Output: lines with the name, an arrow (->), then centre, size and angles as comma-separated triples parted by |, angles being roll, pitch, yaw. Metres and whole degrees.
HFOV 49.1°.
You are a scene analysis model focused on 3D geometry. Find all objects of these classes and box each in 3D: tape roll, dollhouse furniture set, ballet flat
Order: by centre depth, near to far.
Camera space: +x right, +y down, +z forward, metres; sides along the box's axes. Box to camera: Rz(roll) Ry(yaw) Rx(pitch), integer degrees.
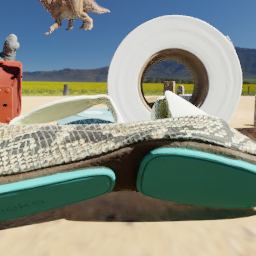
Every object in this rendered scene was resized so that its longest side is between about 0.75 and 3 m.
ballet flat -> -0.041, 0.149, 2.352 | 2.809, 1.057, 0.953 | -1, -36, -8
tape roll -> 0.816, -0.816, 5.414 | 2.276, 2.276, 1.563 | 1, 7, 4
dollhouse furniture set -> 1.896, -1.549, 13.599 | 1.693, 1.450, 1.780 | 8, 11, 44

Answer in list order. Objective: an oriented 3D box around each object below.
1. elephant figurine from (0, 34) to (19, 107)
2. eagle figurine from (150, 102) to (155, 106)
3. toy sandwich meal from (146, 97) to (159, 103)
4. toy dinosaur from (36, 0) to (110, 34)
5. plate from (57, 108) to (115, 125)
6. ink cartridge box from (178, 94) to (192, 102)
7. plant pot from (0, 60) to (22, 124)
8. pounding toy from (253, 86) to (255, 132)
elephant figurine -> -5.010, -1.734, 9.738 | 2.009, 2.203, 2.839 | 14, -36, -5
eagle figurine -> 1.271, -0.846, 11.979 | 0.642, 0.646, 0.851 | -27, 26, -27
toy sandwich meal -> 1.138, -1.083, 12.977 | 1.081, 0.370, 1.081 | -10, 29, 6
toy dinosaur -> -1.653, -3.436, 7.675 | 2.180, 1.478, 0.936 | -4, 25, 6
plate -> -0.668, -0.300, 8.071 | 2.701, 0.345, 2.701 | 2, 13, 0
ink cartridge box -> 3.432, -1.071, 12.386 | 1.458, 0.826, 1.989 | -7, 10, -40
plant pot -> -4.318, -1.039, 8.843 | 1.851, 1.849, 1.631 | 0, 28, -22
pounding toy -> 4.426, -0.559, 6.853 | 2.610, 1.359, 2.971 | -2, 8, -13
